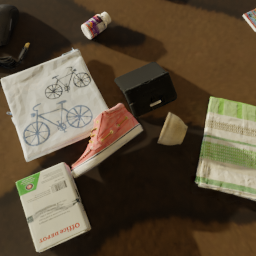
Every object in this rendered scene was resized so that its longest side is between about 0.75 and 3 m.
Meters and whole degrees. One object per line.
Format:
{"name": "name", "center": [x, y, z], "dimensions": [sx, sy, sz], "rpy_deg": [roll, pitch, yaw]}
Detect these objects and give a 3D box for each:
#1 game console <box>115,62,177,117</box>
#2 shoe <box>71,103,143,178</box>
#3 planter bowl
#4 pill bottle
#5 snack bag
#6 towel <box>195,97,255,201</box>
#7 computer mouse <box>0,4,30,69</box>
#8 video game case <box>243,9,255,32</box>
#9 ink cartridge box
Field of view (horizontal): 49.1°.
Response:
{"name": "game console", "center": [0.509, -1.131, 8.041], "dimensions": [1.385, 0.806, 1.218], "rpy_deg": [-25, 102, -8]}
{"name": "shoe", "center": [-0.715, 0.277, 7.100], "dimensions": [2.140, 0.765, 0.973], "rpy_deg": [-36, 86, -13]}
{"name": "planter bowl", "center": [1.181, 0.091, 7.230], "dimensions": [0.575, 0.854, 0.854], "rpy_deg": [21, 72, 4]}
{"name": "pill bottle", "center": [-0.954, -3.163, 8.582], "dimensions": [0.867, 0.483, 0.483], "rpy_deg": [-41, 75, -14]}
{"name": "snack bag", "center": [-2.057, -0.742, 7.821], "dimensions": [2.547, 0.289, 2.701], "rpy_deg": [-24, 73, -9]}
{"name": "towel", "center": [2.884, 0.509, 7.384], "dimensions": [1.913, 0.393, 2.564], "rpy_deg": [14, 69, 3]}
{"name": "computer mouse", "center": [-3.688, -2.873, 8.456], "dimensions": [1.610, 0.528, 2.293], "rpy_deg": [14, 71, 6]}
{"name": "video game case", "center": [4.275, -3.527, 8.923], "dimensions": [0.994, 0.087, 0.711], "rpy_deg": [-26, 73, -9]}
{"name": "ink cartridge box", "center": [-1.743, 1.863, 6.652], "dimensions": [1.236, 0.701, 1.687], "rpy_deg": [-21, 72, -7]}
